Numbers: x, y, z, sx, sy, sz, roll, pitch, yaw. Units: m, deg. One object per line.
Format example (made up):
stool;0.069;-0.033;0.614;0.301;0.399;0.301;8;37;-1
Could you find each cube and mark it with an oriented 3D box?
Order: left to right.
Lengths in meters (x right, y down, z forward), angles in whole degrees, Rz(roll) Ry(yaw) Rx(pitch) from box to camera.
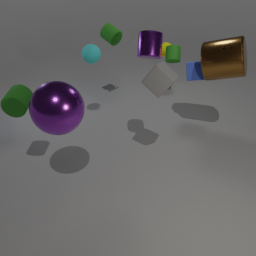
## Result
cube;0.953;-1.423;8.176;0.700;0.700;0.700;44;30;1
cube;2.690;-2.239;10.966;0.700;0.700;0.700;0;13;21

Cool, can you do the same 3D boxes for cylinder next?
cylinder;-3.137;-0.773;7.964;0.700;0.700;0.700;2;39;3
cylinder;-0.719;-4.035;12.088;0.700;0.700;0.700;41;47;18
cylinder;0.637;-2.386;8.076;0.700;0.700;0.700;4;8;-1
cylinder;2.154;-3.518;13.358;0.700;0.700;0.700;2;-1;0
cylinder;3.441;-2.459;10.003;1.400;1.400;1.400;-1;28;28

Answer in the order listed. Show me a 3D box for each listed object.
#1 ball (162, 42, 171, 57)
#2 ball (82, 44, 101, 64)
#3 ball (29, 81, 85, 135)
ball;1.921;-3.982;14.206;0.700;0.700;0.700;0;32;0
ball;-1.359;-2.742;10.374;0.700;0.700;0.700;0;32;0
ball;-1.827;-0.513;7.251;1.400;1.400;1.400;0;32;0
